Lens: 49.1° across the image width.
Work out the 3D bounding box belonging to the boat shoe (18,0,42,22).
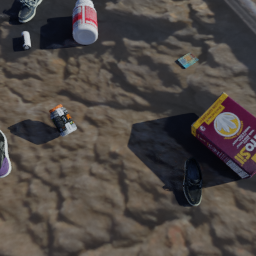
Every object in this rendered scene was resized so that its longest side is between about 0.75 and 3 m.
[{"bbox_3d":[-4.944,-6.270,14.109,0.815,0.673,2.178,19,66,9],"label":"boat shoe"}]

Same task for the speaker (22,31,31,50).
[{"bbox_3d":[-4.834,-4.149,13.299,0.356,0.356,0.876,-12,66,-6],"label":"speaker"}]

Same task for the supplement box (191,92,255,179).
[{"bbox_3d":[3.928,0.316,10.401,2.714,1.400,1.776,43,89,18],"label":"supplement box"}]

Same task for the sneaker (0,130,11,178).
[{"bbox_3d":[-5.117,0.700,10.658,0.868,1.004,2.293,-26,68,-12],"label":"sneaker"}]

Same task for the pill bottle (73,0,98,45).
[{"bbox_3d":[-2.049,-5.094,13.305,1.140,1.140,2.031,-4,65,-2],"label":"pill bottle"}]

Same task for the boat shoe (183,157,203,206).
[{"bbox_3d":[2.431,1.903,10.321,0.673,0.597,1.801,6,65,3],"label":"boat shoe"}]

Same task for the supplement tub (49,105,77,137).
[{"bbox_3d":[-2.567,-0.301,10.944,0.697,0.697,1.137,-30,98,-13],"label":"supplement tub"}]

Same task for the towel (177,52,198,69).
[{"bbox_3d":[2.770,-3.140,12.969,0.835,0.091,0.612,-34,70,-15],"label":"towel"}]
